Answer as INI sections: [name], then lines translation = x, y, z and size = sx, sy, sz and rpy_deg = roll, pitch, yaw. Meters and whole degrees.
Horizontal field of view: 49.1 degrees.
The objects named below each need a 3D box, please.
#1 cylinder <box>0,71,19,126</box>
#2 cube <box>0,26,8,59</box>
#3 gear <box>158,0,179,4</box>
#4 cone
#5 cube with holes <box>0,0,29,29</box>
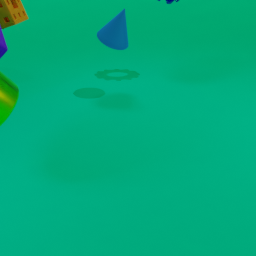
[cylinder]
translation = -2.356, -0.549, 4.029
size = 1.075, 1.075, 1.075
rpy_deg = -18, 49, 23
[cube]
translation = -3.673, -1.973, 6.262
size = 1.223, 1.223, 1.223
rpy_deg = 30, 24, -52
[gear]
translation = 1.187, -4.791, 8.890
size = 1.631, 1.631, 0.302
rpy_deg = -17, -2, -27
[cone]
translation = -0.267, -2.902, 7.879
size = 0.985, 0.989, 0.985
rpy_deg = 15, 44, -15
[cube with holes]
translation = -3.810, -3.468, 8.054
size = 1.147, 1.147, 1.147
rpy_deg = -15, 28, 8
